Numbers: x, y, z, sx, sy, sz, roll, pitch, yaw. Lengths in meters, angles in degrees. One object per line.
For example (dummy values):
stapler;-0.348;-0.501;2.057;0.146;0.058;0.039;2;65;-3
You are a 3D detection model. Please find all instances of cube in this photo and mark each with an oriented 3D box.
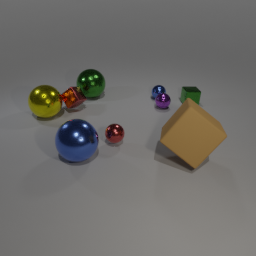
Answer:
cube;2.909;-1.492;13.053;0.700;0.700;0.700;-1;29;-9
cube;-2.380;-1.342;12.285;0.700;0.700;0.700;-33;-5;23
cube;1.997;0.120;8.792;1.400;1.400;1.400;38;19;-3

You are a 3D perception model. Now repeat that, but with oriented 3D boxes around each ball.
ball;-3.456;-1.110;11.737;1.400;1.400;1.400;0;30;0
ball;-1.655;0.403;9.102;1.400;1.400;1.400;0;30;0
ball;-1.783;-2.142;13.516;1.400;1.400;1.400;0;30;0
ball;-0.468;0.189;9.929;0.700;0.700;0.700;0;30;0
ball;1.572;-1.230;12.602;0.700;0.700;0.700;0;30;0
ball;1.485;-1.730;13.524;0.700;0.700;0.700;0;30;0
